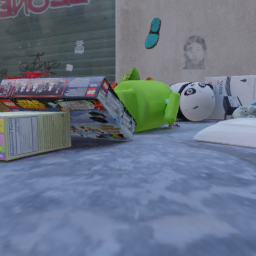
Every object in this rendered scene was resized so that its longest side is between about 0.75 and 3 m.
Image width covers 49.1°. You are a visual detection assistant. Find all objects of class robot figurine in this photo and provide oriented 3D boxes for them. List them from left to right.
[{"bbox_3d":[0.510,-0.723,8.911,2.358,1.555,2.688,-4,4,42],"label":"robot figurine"},{"bbox_3d":[2.524,-1.186,12.207,1.677,2.020,2.688,17,0,-24],"label":"robot figurine"}]

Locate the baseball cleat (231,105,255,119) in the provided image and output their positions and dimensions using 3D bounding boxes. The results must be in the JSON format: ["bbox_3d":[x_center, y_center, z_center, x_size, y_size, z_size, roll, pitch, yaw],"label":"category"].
[{"bbox_3d":[4.531,-0.333,9.076,2.266,0.790,1.206,10,-7,8],"label":"baseball cleat"}]

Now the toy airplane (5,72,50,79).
[{"bbox_3d":[-3.630,-1.964,10.681,1.948,0.358,1.948,2,8,0],"label":"toy airplane"}]

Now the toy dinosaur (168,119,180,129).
[{"bbox_3d":[1.487,-0.157,9.634,0.509,0.293,1.008,-2,7,-4],"label":"toy dinosaur"}]

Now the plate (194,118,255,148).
[{"bbox_3d":[3.611,0.073,6.969,2.941,0.475,2.935,6,9,42],"label":"plate"}]

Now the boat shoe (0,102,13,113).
[{"bbox_3d":[-4.741,-0.543,10.401,2.853,1.052,0.987,-3,-16,37],"label":"boat shoe"}]

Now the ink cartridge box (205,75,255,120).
[{"bbox_3d":[4.788,-1.312,12.358,2.633,1.910,1.102,6,9,40],"label":"ink cartridge box"}]

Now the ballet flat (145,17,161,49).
[{"bbox_3d":[1.019,-3.645,11.135,0.513,1.512,0.547,8,-19,12],"label":"ballet flat"}]

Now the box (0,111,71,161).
[{"bbox_3d":[-2.191,0.074,5.621,1.392,0.765,1.583,3,6,31],"label":"box"}]

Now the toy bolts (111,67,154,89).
[{"bbox_3d":[0.059,-1.042,12.819,1.916,2.639,2.763,32,-17,-17],"label":"toy bolts"}]

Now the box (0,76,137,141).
[{"bbox_3d":[-1.435,-0.424,6.726,2.838,0.566,1.943,4,-25,25],"label":"box"}]
